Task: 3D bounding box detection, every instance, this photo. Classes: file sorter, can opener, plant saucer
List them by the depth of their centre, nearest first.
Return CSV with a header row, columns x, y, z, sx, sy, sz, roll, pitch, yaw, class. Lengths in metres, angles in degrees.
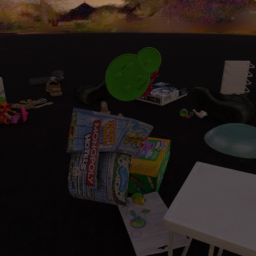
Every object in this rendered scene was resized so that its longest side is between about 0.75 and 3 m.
x,y,z,sx,sy,sz,roll,pitch,yaw,class
1.693,1.567,3.647,2.137,1.331,1.483,12,26,26,file sorter
3.216,0.233,8.021,1.981,0.381,1.981,0,22,0,plant saucer
4.650,-2.006,11.914,1.033,1.489,0.927,2,27,4,file sorter
-4.190,-2.641,14.475,1.784,0.597,0.476,-14,27,-30,can opener

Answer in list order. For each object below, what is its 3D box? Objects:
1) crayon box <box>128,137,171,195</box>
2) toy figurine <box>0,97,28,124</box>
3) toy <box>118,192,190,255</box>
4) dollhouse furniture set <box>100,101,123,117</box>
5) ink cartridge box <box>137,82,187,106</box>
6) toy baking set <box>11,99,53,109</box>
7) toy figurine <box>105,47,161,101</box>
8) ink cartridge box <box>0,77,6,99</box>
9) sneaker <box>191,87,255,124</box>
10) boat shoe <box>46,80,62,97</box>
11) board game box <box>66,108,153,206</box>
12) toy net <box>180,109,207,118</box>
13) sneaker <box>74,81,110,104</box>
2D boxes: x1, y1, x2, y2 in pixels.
x,y,z,sx,sy,sz,roll,pitch,yaw,class
0.316,0.793,6.481,1.073,0.526,1.807,7,24,16,crayon box
-3.912,-0.437,9.315,1.042,0.850,1.133,13,47,7,toy figurine
0.354,1.644,4.744,0.833,0.341,1.446,-8,24,-13,toy
-0.590,-0.193,8.212,0.835,0.713,1.610,-1,31,8,dollhouse furniture set
1.211,-1.571,12.189,2.021,0.438,2.002,17,29,37,ink cartridge box
-3.829,-0.988,11.127,1.509,0.176,1.158,3,23,7,toy baking set
0.479,-1.847,10.179,2.116,1.589,1.948,-38,-12,15,toy figurine
-5.212,-1.238,10.368,0.901,1.224,0.885,8,24,19,ink cartridge box
3.417,-0.858,9.931,1.402,0.936,2.447,-14,30,-33,sneaker
-3.374,-1.913,12.760,0.631,0.598,1.666,-12,26,-26,boat shoe
-0.411,0.423,4.958,0.544,1.762,1.761,17,-16,-41,board game box
2.090,-0.410,8.971,0.842,0.441,0.163,10,49,13,toy net
-1.549,-1.611,11.881,1.095,0.731,1.911,21,36,27,sneaker
